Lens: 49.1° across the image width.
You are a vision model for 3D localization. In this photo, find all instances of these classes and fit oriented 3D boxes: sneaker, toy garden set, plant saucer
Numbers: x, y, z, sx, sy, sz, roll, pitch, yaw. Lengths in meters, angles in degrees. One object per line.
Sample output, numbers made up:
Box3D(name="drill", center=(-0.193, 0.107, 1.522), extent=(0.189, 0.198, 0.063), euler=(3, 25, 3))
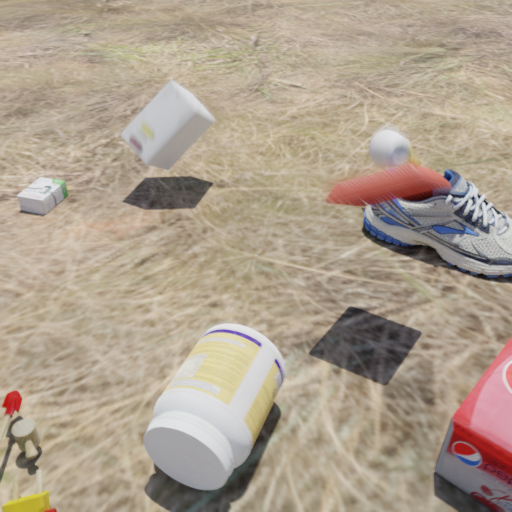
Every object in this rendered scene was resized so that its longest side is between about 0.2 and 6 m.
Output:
Box3D(name="sneaker", center=(3.683, -0.722, 10.278), extent=(3.473, 1.479, 1.338), euler=(17, 39, 20))
Box3D(name="toy garden set", center=(-3.393, 2.654, 6.514), extent=(2.092, 0.501, 2.509), euler=(-12, 37, -13))
Box3D(name="plant saucer", center=(1.840, -0.982, 7.829), extent=(1.373, 0.253, 1.376), euler=(-13, -4, 34))

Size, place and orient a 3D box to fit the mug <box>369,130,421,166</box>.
Box3D(name="mug", center=(2.820, -2.124, 11.194), extent=(0.911, 0.730, 0.748), euler=(-10, 19, -9))

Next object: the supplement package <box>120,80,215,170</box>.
Box3D(name="supplement package", center=(-1.853, -2.737, 11.969), extent=(0.873, 1.574, 1.226), euler=(48, 12, 8))

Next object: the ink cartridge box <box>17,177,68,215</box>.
Box3D(name="ink cartridge box", center=(-4.568, -1.294, 12.004), extent=(0.642, 0.370, 0.880), euler=(10, 37, 13))

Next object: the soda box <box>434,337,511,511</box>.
Box3D(name="soda box", center=(3.758, 1.681, 7.267), extent=(1.240, 1.123, 3.542), euler=(27, 45, 32))

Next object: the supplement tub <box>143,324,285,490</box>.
Box3D(name="supplement tub", center=(-0.486, 1.823, 6.952), extent=(1.263, 1.263, 1.737), euler=(14, 38, 18))
